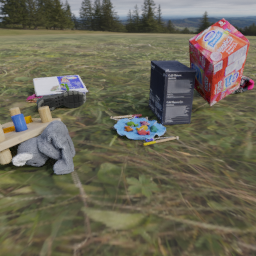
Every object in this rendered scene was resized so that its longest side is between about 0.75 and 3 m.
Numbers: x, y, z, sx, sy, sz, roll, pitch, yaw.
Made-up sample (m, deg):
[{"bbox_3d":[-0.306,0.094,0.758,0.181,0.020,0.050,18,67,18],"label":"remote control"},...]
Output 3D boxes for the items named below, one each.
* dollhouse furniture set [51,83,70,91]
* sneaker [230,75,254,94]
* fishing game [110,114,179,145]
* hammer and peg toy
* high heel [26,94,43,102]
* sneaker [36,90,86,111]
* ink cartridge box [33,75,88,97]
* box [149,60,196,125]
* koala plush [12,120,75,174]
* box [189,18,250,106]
[{"bbox_3d":[-3.054,-1.766,12.630,0.789,0.304,0.394,-14,32,13],"label":"dollhouse furniture set"},{"bbox_3d":[4.862,-2.121,13.253,2.778,1.120,1.037,-16,30,-34],"label":"sneaker"},{"bbox_3d":[0.386,-0.086,9.436,1.802,0.391,2.517,-7,24,-23],"label":"fishing game"},{"bbox_3d":[-3.421,0.287,7.327,2.146,1.029,2.918,1,20,36],"label":"hammer and peg toy"},{"bbox_3d":[-3.966,-1.193,12.163,1.023,0.344,0.490,26,53,29],"label":"high heel"},{"bbox_3d":[-2.760,-1.199,11.540,2.040,0.769,0.808,-10,23,-24],"label":"sneaker"},{"bbox_3d":[-3.255,-1.870,13.362,2.285,0.543,2.313,-7,33,-18],"label":"ink cartridge box"},{"bbox_3d":[1.567,-1.399,10.495,1.105,1.933,2.123,-4,24,-9],"label":"box"},{"bbox_3d":[-2.191,0.519,7.156,1.391,1.278,1.234,-14,24,-2],"label":"koala plush"},{"bbox_3d":[3.084,-2.160,9.806,1.382,2.772,1.323,-32,63,-1],"label":"box"}]
